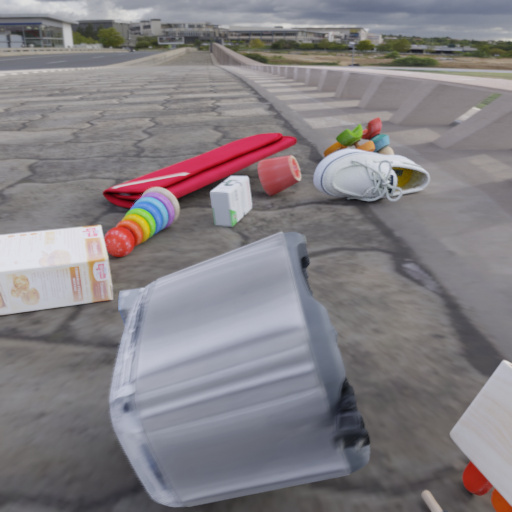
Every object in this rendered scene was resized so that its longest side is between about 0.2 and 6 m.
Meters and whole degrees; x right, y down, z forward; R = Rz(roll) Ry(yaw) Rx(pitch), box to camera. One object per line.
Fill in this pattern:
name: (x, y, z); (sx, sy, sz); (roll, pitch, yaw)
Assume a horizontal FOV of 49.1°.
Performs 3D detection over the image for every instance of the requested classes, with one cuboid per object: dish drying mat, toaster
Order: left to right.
dish drying mat: (-1.125, -2.027, 12.553); (1.715, 0.406, 4.466); (11, 32, 44)
toaster: (-0.123, 0.919, 4.558); (1.642, 1.444, 2.542); (-17, 27, 5)

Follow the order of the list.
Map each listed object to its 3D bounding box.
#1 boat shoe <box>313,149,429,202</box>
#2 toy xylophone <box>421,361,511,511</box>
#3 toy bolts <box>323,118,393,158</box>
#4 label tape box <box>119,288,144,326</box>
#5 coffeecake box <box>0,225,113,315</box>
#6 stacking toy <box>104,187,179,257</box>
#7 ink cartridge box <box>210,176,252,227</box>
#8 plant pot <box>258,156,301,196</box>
boat shoe: (2.587, -1.576, 11.771); (2.796, 1.033, 1.192); (-3, 25, -33)
toy xylophone: (2.011, 1.631, 3.895); (0.531, 1.549, 2.116); (29, 17, -20)
toy bolts: (2.808, -2.733, 14.812); (1.662, 1.153, 1.588); (-28, -6, -31)
label tape box: (-1.055, 0.648, 6.392); (0.892, 0.639, 0.295); (-6, 46, -2)
coffeecake box: (-3.025, 0.172, 7.880); (1.815, 0.663, 1.393); (-7, 24, -17)
stacking toy: (-1.991, -0.531, 9.589); (0.760, 0.760, 1.781); (7, 29, 15)
ink cartridge box: (-0.461, -1.048, 10.634); (0.396, 0.688, 0.943); (5, 27, 23)
plant pot: (0.522, -1.772, 12.020); (0.719, 0.813, 0.813); (-16, 16, 23)
